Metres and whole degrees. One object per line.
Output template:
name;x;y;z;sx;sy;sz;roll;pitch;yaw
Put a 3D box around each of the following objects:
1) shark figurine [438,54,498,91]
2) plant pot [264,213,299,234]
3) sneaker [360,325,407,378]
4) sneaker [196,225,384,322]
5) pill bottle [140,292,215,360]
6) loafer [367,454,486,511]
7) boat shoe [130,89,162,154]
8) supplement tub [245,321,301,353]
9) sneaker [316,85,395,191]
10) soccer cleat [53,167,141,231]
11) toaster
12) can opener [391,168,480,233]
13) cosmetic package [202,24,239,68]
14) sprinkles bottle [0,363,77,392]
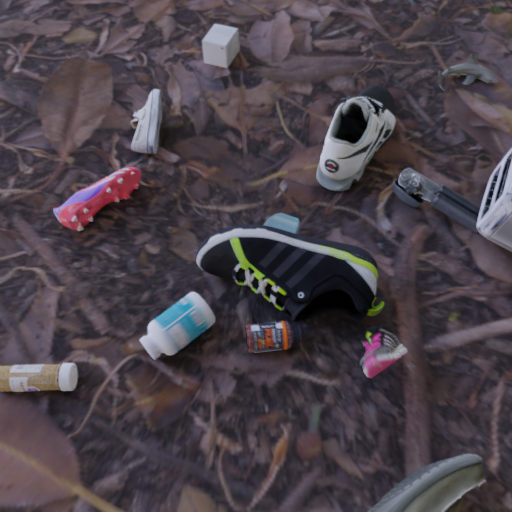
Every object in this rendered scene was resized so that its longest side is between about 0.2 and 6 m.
shark figurine;5.456;-4.957;14.722;1.672;0.698;0.999;-4;53;-5
plant pot;0.540;-0.462;11.513;0.711;0.713;0.726;19;49;13
sneaker;2.040;1.562;9.491;0.596;1.615;0.706;-43;71;23
sneaker;0.585;0.434;10.469;3.626;1.300;1.501;6;56;5
pill bottle;-1.447;1.299;10.164;1.311;0.726;0.726;-36;62;-17
loafer;2.229;3.997;8.173;3.022;1.136;1.052;-30;70;-13
boat shoe;-2.679;-3.272;13.534;0.686;0.697;1.965;2;61;-2
supplement tub;0.311;1.465;10.213;0.983;0.526;0.526;-6;55;-4
sneaker;2.482;-3.144;12.921;1.283;1.532;3.462;19;55;15
soccer cleat;-3.428;-1.359;12.170;0.788;0.687;2.061;33;63;27
toaster;5.677;-1.017;11.132;1.915;1.685;2.965;25;58;6
can opener;3.949;-1.149;12.128;2.101;0.703;0.560;33;60;5
cosmetic package;-0.955;-5.706;15.213;0.714;0.719;0.859;17;56;12
sprinkles bottle;-3.866;2.127;9.768;1.390;0.474;0.474;-1;54;0
